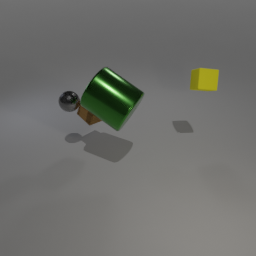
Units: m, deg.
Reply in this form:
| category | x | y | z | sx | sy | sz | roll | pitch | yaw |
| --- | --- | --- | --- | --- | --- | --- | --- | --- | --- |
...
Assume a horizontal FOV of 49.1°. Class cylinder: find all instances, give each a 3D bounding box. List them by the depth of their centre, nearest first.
| category | x | y | z | sx | sy | sz | roll | pitch | yaw |
| --- | --- | --- | --- | --- | --- | --- | --- | --- | --- |
| cylinder | -0.458 | -0.852 | 8.331 | 1.400 | 1.400 | 1.400 | 35 | 36 | 3 |

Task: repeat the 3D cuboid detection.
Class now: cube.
| category | x | y | z | sx | sy | sz | roll | pitch | yaw |
| --- | --- | --- | --- | --- | --- | --- | --- | --- | --- |
| cube | 2.605 | -1.645 | 9.612 | 0.700 | 0.700 | 0.700 | 3 | 5 | -11 |
| cube | -1.211 | -0.632 | 9.631 | 0.700 | 0.700 | 0.700 | 41 | 38 | 21 |

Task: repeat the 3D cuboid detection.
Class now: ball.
| category | x | y | z | sx | sy | sz | roll | pitch | yaw |
| --- | --- | --- | --- | --- | --- | --- | --- | --- | --- |
| ball | -1.941 | -0.878 | 9.253 | 0.700 | 0.700 | 0.700 | 0 | 29 | 0 |
